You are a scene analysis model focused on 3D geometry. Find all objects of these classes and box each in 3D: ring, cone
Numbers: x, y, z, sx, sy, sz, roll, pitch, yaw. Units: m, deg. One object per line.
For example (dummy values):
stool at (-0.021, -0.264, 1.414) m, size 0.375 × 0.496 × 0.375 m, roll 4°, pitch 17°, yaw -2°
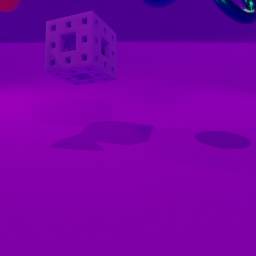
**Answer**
ring at (3.361, -4.096, 8.834) m, size 1.994 × 1.994 × 0.399 m, roll -13°, pitch -19°, yaw -34°
cone at (-2.600, -3.355, 6.393) m, size 1.128 × 1.124 × 1.124 m, roll 3°, pitch 17°, yaw 35°

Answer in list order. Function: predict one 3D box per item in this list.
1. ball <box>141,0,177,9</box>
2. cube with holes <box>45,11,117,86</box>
ball at (0.766, -3.571, 6.803) m, size 1.237 × 1.237 × 1.237 m, roll 0°, pitch 19°, yaw 0°
cube with holes at (-1.215, -2.036, 7.520) m, size 1.370 × 1.370 × 1.370 m, roll -3°, pitch -7°, yaw 22°
